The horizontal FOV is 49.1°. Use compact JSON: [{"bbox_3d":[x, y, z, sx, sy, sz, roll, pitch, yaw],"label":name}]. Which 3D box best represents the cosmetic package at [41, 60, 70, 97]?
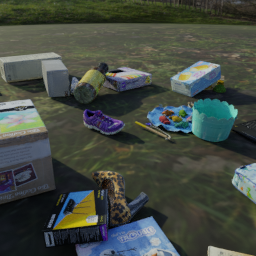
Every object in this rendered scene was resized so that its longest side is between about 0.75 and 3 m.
[{"bbox_3d":[-3.213,-2.231,12.363,0.998,1.182,2.213,-7,24,-17],"label":"cosmetic package"}]

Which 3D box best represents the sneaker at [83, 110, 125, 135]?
[{"bbox_3d":[-0.798,-0.221,8.624,1.453,0.606,0.586,13,42,23],"label":"sneaker"}]

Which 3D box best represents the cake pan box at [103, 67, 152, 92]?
[{"bbox_3d":[-0.274,-2.372,13.405,1.983,0.563,2.153,-16,29,-35],"label":"cake pan box"}]

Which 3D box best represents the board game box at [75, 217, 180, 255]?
[{"bbox_3d":[0.052,2.048,4.189,1.396,0.303,1.389,-10,25,-20],"label":"board game box"}]

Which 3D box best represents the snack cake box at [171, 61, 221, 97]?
[{"bbox_3d":[2.992,-2.186,12.301,1.988,0.668,1.143,-32,36,-25],"label":"snack cake box"}]

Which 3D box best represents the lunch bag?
[{"bbox_3d":[2.869,1.191,5.879,0.910,0.467,1.133,-8,27,-22],"label":"lunch bag"}]

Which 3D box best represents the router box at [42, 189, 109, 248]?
[{"bbox_3d":[-0.839,1.518,4.903,0.986,0.337,1.322,-6,12,-3],"label":"router box"}]

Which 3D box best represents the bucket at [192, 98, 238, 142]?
[{"bbox_3d":[2.515,-0.242,8.333,1.293,0.842,1.293,2,32,-2],"label":"bucket"}]

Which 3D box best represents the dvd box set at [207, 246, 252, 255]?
[{"bbox_3d":[2.176,2.451,3.269,2.514,0.370,1.839,6,26,14],"label":"dvd box set"}]

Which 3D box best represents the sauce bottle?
[{"bbox_3d":[-1.424,-2.028,11.825,0.890,0.890,2.752,6,37,12],"label":"sauce bottle"}]

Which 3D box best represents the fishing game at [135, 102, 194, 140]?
[{"bbox_3d":[1.675,-0.430,9.401,2.867,0.446,2.053,-18,33,-34],"label":"fishing game"}]

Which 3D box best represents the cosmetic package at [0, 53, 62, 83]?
[{"bbox_3d":[-5.012,-3.183,14.541,2.877,1.051,1.489,-13,28,-28],"label":"cosmetic package"}]

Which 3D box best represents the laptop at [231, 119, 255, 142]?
[{"bbox_3d":[4.431,-0.298,8.364,2.028,1.047,1.797,-12,27,-24],"label":"laptop"}]

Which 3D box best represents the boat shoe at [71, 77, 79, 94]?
[{"bbox_3d":[-2.264,-1.864,12.391,0.459,0.502,1.396,3,24,-8],"label":"boat shoe"}]

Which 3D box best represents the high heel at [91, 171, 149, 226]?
[{"bbox_3d":[-0.425,1.331,5.504,1.423,0.508,1.014,23,31,29],"label":"high heel"}]

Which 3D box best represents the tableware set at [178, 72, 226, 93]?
[{"bbox_3d":[3.325,-2.064,13.006,2.341,0.359,1.577,8,35,12],"label":"tableware set"}]

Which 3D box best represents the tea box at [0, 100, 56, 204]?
[{"bbox_3d":[-2.977,0.493,6.123,2.219,1.483,2.183,-12,29,-25],"label":"tea box"}]
